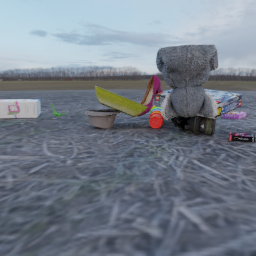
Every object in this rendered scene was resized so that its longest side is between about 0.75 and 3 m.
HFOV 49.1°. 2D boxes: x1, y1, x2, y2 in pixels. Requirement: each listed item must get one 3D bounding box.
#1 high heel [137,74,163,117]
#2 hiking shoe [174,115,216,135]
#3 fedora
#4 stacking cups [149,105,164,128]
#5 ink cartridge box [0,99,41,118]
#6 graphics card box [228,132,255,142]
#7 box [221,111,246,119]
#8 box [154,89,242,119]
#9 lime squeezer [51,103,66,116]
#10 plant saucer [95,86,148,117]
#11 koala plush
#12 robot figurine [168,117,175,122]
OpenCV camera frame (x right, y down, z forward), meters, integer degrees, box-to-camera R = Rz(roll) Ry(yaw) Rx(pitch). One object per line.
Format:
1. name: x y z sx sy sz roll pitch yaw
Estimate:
1. high heel: 0.949 -1.687 14.539 0.788 1.123 2.337 6 50 43
2. hiking shoe: 2.476 -0.440 11.267 1.378 1.036 2.737 2 11 -6
3. fedora: -1.056 -0.383 11.830 1.431 0.731 1.618 8 11 37
4. stacking cups: 1.261 -0.532 12.643 0.802 0.802 2.649 2 12 11
5. ink cartridge box: -5.920 -1.059 15.079 2.167 0.917 1.566 0 10 -10
6. graphics card box: 3.832 0.311 9.448 0.823 0.209 0.516 5 11 20
7. box: 5.644 -0.696 14.919 0.909 0.260 1.329 7 13 36
8. box: 2.684 -1.079 10.991 1.909 0.556 2.788 -20 26 -38
9. lime squeezer: -3.893 -0.849 15.433 0.255 0.478 1.354 -14 -26 20
10. plant saucer: -0.353 -1.008 11.984 2.271 0.544 2.274 22 0 -1
11. koala plush: 1.852 -1.388 8.864 2.065 2.328 2.140 0 13 12
12. robot figurine: 2.259 -0.577 13.202 0.760 0.631 1.011 -20 20 -37
